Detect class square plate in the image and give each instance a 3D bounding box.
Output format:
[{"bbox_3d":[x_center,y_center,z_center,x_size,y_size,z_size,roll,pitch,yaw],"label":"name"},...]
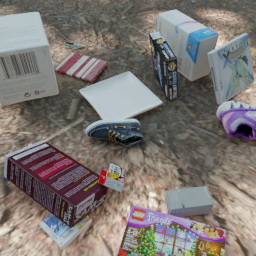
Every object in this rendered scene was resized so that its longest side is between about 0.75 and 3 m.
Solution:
[{"bbox_3d":[-0.320,-1.191,11.339,2.488,0.357,2.511,-25,51,-21],"label":"square plate"}]

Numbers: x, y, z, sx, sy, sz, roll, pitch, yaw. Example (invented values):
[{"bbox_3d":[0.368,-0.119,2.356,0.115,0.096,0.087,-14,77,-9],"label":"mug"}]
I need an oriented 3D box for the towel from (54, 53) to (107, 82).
[{"bbox_3d":[-2.178,-2.830,12.987,2.084,0.237,1.501,19,52,19],"label":"towel"}]

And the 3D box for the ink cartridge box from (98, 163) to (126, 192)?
[{"bbox_3d":[-0.448,1.376,8.013,0.678,0.324,0.773,22,20,-7],"label":"ink cartridge box"}]

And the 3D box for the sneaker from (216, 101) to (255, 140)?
[{"bbox_3d":[4.716,-0.161,9.929,2.959,1.190,1.308,0,53,6],"label":"sneaker"}]

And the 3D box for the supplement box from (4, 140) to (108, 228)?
[{"bbox_3d":[-2.102,1.494,8.165,2.758,0.840,1.501,27,29,24],"label":"supplement box"}]

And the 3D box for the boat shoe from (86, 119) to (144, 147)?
[{"bbox_3d":[-0.454,0.207,9.769,1.974,0.698,0.896,-8,44,-10],"label":"boat shoe"}]

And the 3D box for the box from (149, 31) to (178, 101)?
[{"bbox_3d":[1.460,-2.511,11.373,0.518,2.085,2.069,-16,49,-1],"label":"box"}]

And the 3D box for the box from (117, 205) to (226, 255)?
[{"bbox_3d":[1.095,3.151,7.130,2.572,0.503,1.760,12,48,11],"label":"box"}]

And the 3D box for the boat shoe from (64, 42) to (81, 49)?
[{"bbox_3d":[-2.822,-4.225,14.250,0.870,0.279,0.321,8,47,7],"label":"boat shoe"}]

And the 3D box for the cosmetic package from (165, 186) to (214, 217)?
[{"bbox_3d":[1.747,2.133,8.083,1.245,0.562,0.665,-8,44,-4],"label":"cosmetic package"}]

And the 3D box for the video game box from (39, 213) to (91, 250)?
[{"bbox_3d":[-1.740,2.643,7.801,0.978,0.251,1.074,34,55,25],"label":"video game box"}]

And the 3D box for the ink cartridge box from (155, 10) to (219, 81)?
[{"bbox_3d":[2.484,-3.769,12.610,1.189,2.030,2.809,-25,52,-22],"label":"ink cartridge box"}]

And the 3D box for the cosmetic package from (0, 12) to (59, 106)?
[{"bbox_3d":[-4.434,-2.910,11.541,2.394,2.396,2.904,-13,49,-13],"label":"cosmetic package"}]

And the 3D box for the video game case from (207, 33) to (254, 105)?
[{"bbox_3d":[4.253,-2.409,11.367,2.360,2.151,0.260,-32,26,-26],"label":"video game case"}]
